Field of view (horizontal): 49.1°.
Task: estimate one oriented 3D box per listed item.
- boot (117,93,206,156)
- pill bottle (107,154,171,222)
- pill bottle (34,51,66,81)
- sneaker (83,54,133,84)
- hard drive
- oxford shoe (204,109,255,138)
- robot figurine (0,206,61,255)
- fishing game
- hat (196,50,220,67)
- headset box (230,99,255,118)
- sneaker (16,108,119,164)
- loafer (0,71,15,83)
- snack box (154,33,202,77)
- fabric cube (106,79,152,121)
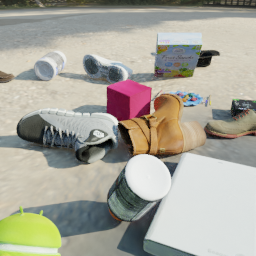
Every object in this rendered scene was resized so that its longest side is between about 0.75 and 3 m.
[{"bbox_3d":[0.727,-0.207,8.518,2.215,1.055,2.864,-8,30,-16],"label":"boot"},{"bbox_3d":[0.102,1.236,5.302,0.861,1.621,0.861,11,53,-15],"label":"pill bottle"},{"bbox_3d":[-3.754,-3.120,13.778,1.074,1.074,1.888,4,30,7],"label":"pill bottle"},{"bbox_3d":[-0.970,-2.846,13.507,2.708,1.055,1.346,29,30,23],"label":"sneaker"},{"bbox_3d":[1.764,1.625,5.920,1.972,0.393,2.991,12,30,20],"label":"hard drive"},{"bbox_3d":[3.521,-0.235,8.786,2.292,0.857,0.807,-5,29,-9],"label":"oxford shoe"},{"bbox_3d":[-1.542,2.068,3.915,1.069,1.621,1.848,3,68,8],"label":"robot figurine"},{"bbox_3d":[2.244,-1.281,11.249,2.202,0.342,1.577,10,28,17],"label":"fishing game"},{"bbox_3d":[4.026,-3.721,15.216,1.850,0.746,1.850,-4,26,2],"label":"hat"},{"bbox_3d":[4.155,-0.638,9.928,0.871,0.464,1.000,7,30,12],"label":"headset box"},{"bbox_3d":[-1.664,0.259,7.699,2.960,1.111,1.710,-3,31,-7],"label":"sneaker"},{"bbox_3d":[-6.158,-2.473,13.106,1.662,0.590,0.607,1,29,1],"label":"loafer"},{"bbox_3d":[2.215,-3.311,12.913,1.936,2.295,0.777,0,63,2],"label":"snack box"},{"bbox_3d":[0.032,-0.913,9.749,1.136,1.139,1.118,26,38,36],"label":"fabric cube"}]
